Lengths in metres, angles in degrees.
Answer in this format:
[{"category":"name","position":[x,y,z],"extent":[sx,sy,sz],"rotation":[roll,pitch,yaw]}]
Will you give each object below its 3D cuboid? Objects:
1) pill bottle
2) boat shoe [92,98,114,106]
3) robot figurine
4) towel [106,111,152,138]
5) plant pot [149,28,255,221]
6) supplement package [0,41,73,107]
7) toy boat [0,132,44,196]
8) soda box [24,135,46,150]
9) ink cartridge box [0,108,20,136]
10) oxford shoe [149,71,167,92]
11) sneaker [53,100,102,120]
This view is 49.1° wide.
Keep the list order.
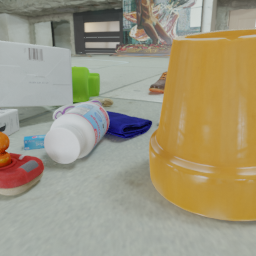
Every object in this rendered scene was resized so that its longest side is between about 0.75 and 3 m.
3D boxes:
[{"category":"pill bottle","position":[-1.237,0.083,7.003],"extent":[1.117,1.117,2.054],"rotation":[3,19,10]},{"category":"boat shoe","position":[-1.092,-1.051,11.727],"extent":[0.983,0.354,0.319],"rotation":[7,33,17]},{"category":"robot figurine","position":[-2.591,-1.934,12.424],"extent":[2.661,1.539,2.335],"rotation":[0,26,-2]},{"category":"towel","position":[-0.422,-0.122,8.758],"extent":[1.982,0.491,1.463],"rotation":[15,17,39]},{"category":"plant pot","position":[1.828,-0.347,5.232],"extent":[2.987,2.734,2.987],"rotation":[-5,22,2]},{"category":"supplement package","position":[-3.833,-1.768,9.989],"extent":[2.630,2.023,2.750],"rotation":[-6,8,-42]},{"category":"toy boat","position":[-2.523,0.588,5.507],"extent":[1.646,1.076,1.074],"rotation":[7,19,19]},{"category":"soda box","position":[-2.296,0.361,7.471],"extent":[0.891,0.286,0.302],"rotation":[-5,19,-16]},{"category":"ink cartridge box","position":[-4.152,-0.055,8.019],"extent":[1.223,0.710,1.695],"rotation":[4,17,13]},{"category":"oxford shoe","position":[1.868,-2.498,14.992],"extent":[0.984,1.006,2.760],"rotation":[9,20,26]},{"category":"sneaker","position":[-1.812,-0.490,9.778],"extent":[1.867,0.699,0.930],"rotation":[-17,5,-40]}]
